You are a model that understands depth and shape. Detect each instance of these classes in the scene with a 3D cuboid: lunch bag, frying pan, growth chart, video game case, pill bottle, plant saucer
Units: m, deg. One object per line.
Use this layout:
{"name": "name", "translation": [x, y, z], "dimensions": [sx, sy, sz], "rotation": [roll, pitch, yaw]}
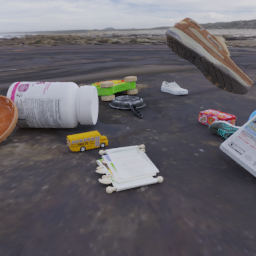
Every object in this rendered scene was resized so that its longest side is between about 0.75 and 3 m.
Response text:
{"name": "lunch bag", "translation": [3.445, -0.353, 10.710], "dimensions": [1.086, 0.505, 1.233], "rotation": [-10, 23, -36]}
{"name": "frying pan", "translation": [-0.075, -1.038, 12.668], "dimensions": [1.685, 0.453, 2.785], "rotation": [2, 18, 6]}
{"name": "growth chart", "translation": [-0.063, 0.990, 7.503], "dimensions": [1.648, 0.202, 2.277], "rotation": [-5, 21, -11]}
{"name": "video game case", "translation": [3.703, 0.407, 7.292], "dimensions": [2.226, 0.201, 1.594], "rotation": [-33, 60, -27]}
{"name": "pill bottle", "translation": [-2.659, -0.837, 10.240], "dimensions": [2.958, 1.677, 1.677], "rotation": [1, 21, 3]}
{"name": "plant saucer", "translation": [-4.561, -0.160, 9.043], "dimensions": [2.103, 0.339, 2.103], "rotation": [-5, 55, 7]}

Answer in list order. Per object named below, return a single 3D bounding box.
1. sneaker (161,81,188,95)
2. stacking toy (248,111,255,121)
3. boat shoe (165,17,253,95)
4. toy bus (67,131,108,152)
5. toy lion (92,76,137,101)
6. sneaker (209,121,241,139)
{"name": "sneaker", "translation": [2.522, -2.212, 15.414], "dimensions": [1.684, 0.596, 0.615], "rotation": [17, 27, 38]}
{"name": "stacking toy", "translation": [4.565, 0.399, 8.051], "dimensions": [1.297, 1.227, 2.235], "rotation": [-25, 42, -36]}
{"name": "boat shoe", "translation": [2.031, -1.779, 6.676], "dimensions": [2.438, 0.875, 0.923], "rotation": [41, -7, 5]}
{"name": "toy bus", "translation": [-1.240, 0.402, 8.656], "dimensions": [1.223, 0.479, 0.398], "rotation": [-10, 23, -25]}
{"name": "toy lion", "translation": [-1.041, -2.239, 15.314], "dimensions": [2.694, 0.965, 2.811], "rotation": [9, 22, 42]}
{"name": "sneaker", "translation": [3.323, 0.137, 9.367], "dimensions": [1.369, 0.531, 0.625], "rotation": [13, 28, 34]}
